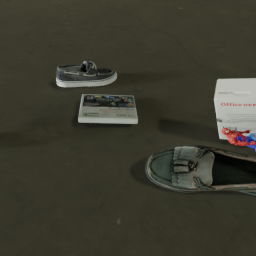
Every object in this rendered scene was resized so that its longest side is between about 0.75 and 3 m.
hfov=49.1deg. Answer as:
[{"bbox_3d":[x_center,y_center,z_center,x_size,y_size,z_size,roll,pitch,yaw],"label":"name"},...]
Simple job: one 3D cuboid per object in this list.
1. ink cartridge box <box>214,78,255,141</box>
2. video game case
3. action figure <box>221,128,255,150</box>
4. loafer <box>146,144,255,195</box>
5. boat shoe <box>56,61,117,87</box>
[{"bbox_3d":[2.722,-0.401,6.608,1.160,1.589,0.670,3,55,25],"label":"ink cartridge box"},{"bbox_3d":[-0.580,-0.579,8.224,1.625,0.190,1.478,1,33,-5],"label":"video game case"},{"bbox_3d":[2.319,0.237,5.453,1.208,0.312,0.395,18,38,-15],"label":"action figure"},{"bbox_3d":[1.878,0.827,5.821,2.993,0.941,1.075,4,74,3],"label":"loafer"},{"bbox_3d":[-1.373,-1.934,9.660,2.208,0.748,0.792,-8,40,-24],"label":"boat shoe"}]
